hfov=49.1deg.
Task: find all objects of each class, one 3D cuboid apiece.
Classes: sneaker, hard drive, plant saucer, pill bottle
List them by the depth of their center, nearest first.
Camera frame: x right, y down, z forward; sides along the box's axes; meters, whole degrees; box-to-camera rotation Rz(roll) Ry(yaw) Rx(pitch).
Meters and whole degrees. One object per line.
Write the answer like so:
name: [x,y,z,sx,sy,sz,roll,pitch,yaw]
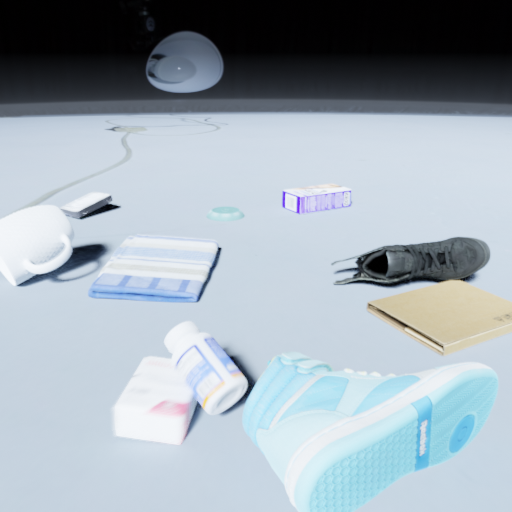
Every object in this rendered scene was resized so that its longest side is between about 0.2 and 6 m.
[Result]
sneaker: [1.051,1.391,5.660,2.615,1.040,1.707,-11,24,-30]
pill bottle: [-0.561,1.157,5.934,0.528,0.528,0.942,-17,52,-39]
sneaker: [2.512,0.131,9.255,2.330,0.700,1.215,-5,3,40]
plant saucer: [-0.746,-1.041,13.611,0.935,0.168,0.935,0,20,0]
hard drive: [-4.154,-1.261,13.694,0.739,0.200,1.057,13,36,38]

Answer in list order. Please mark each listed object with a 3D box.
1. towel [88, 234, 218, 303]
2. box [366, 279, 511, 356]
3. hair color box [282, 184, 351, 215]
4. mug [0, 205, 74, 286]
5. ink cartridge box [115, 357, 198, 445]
towel: [-1.734,0.193,10.042,1.877,0.304,2.556,3,22,3]
box: [2.896,0.843,8.356,1.932,0.205,1.579,-11,22,-27]
hair color box: [1.549,-1.469,14.306,1.579,0.512,0.863,-9,21,-29]
mug: [-3.738,-0.191,9.540,1.285,1.082,1.466,-36,50,-28]
ink cartridge box: [-1.027,1.540,6.085,0.715,0.416,0.982,7,22,5]
